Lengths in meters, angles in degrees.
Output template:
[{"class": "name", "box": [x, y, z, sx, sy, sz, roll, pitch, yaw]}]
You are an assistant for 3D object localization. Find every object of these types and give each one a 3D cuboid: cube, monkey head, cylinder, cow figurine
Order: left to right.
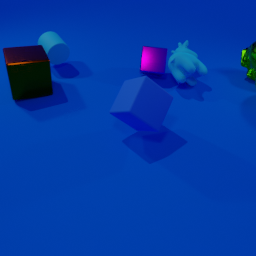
[{"class": "cube", "box": [-2.862, -1.611, 8.039, 1.119, 1.119, 1.119, -12, 41, -21]}, {"class": "cylinder", "box": [-2.414, -2.599, 9.123, 0.785, 0.785, 0.785, -24, 56, -26]}, {"class": "cube", "box": [0.295, -0.516, 6.320, 0.893, 0.893, 0.893, 2, 64, 59]}, {"class": "cube", "box": [0.773, -2.054, 8.680, 0.757, 0.757, 0.757, 7, 5, 1]}, {"class": "cow figurine", "box": [1.666, -2.037, 8.536, 1.615, 0.886, 1.589, -1, 52, -50]}, {"class": "monkey head", "box": [4.256, -2.136, 8.526, 1.413, 1.184, 1.965, -26, 88, -32]}]
